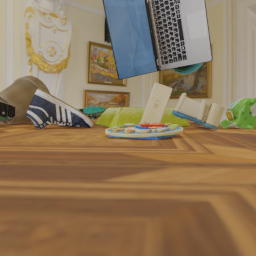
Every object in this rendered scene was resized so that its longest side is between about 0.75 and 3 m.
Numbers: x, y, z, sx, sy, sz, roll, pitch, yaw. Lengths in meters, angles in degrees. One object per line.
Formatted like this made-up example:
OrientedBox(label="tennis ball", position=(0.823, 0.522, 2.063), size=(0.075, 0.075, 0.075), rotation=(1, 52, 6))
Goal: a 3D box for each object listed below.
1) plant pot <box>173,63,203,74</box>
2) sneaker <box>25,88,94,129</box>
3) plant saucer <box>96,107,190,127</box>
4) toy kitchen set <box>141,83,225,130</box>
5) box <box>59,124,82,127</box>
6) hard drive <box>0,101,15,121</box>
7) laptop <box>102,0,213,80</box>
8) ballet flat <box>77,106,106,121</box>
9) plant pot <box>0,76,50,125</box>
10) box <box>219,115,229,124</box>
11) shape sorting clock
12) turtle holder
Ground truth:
OrientedBox(label="plant pot", position=(2.616, -3.437, 12.813), size=(1.526, 1.526, 1.225), rotation=(0, 42, 3))
OrientedBox(label="sneaker", position=(-2.114, -0.248, 8.571), size=(1.989, 1.079, 0.697), rotation=(31, -11, -19))
OrientedBox(label="plant saucer", position=(0.417, -0.426, 10.380), size=(2.804, 0.671, 2.800), rotation=(-2, 4, -18))
OrientedBox(label="toy kitchen set", position=(1.628, -0.380, 8.599), size=(2.128, 1.254, 1.705), rotation=(21, 5, 5))
OrientedBox(label="box", position=(-1.917, -0.171, 9.955), size=(0.865, 0.215, 0.682), rotation=(1, 4, 22))
OrientedBox(label="hard drive", position=(-5.338, -0.671, 8.680), size=(2.081, 0.564, 2.979), rotation=(-6, -12, 20))
OrientedBox(label="laptop", position=(1.030, -3.202, 8.926), size=(2.917, 2.731, 1.690), rotation=(-7, 13, 18))
OrientedBox(label="ballet flat", position=(-1.844, -0.489, 11.382), size=(1.935, 0.718, 0.718), rotation=(-3, 4, -6))
OrientedBox(label="plant pot", position=(-4.420, -0.981, 11.361), size=(2.024, 2.024, 1.756), rotation=(2, 19, 26))
OrientedBox(label="box", position=(4.070, -0.397, 12.180), size=(1.964, 0.404, 1.531), rotation=(-1, 4, -3))
OrientedBox(label="shape sorting clock", position=(0.338, 0.019, 5.955), size=(1.637, 0.321, 1.637), rotation=(0, 3, 0))
OrientedBox(label="turtle holder", position=(3.448, -0.351, 8.587), size=(0.926, 1.219, 0.866), rotation=(34, -12, -26))
